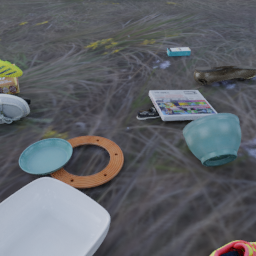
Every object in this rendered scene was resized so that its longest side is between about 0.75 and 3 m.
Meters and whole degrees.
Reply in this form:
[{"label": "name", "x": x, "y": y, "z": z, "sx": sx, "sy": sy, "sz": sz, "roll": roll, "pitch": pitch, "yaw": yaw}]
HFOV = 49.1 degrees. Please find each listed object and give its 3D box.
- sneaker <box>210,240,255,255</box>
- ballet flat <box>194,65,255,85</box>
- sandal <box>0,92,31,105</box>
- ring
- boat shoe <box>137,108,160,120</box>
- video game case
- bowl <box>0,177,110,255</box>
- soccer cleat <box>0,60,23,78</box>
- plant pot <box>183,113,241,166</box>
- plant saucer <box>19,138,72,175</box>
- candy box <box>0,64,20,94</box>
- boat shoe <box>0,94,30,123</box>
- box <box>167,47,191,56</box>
[{"label": "sneaker", "x": 2.086, "y": 2.253, "z": 4.864, "sx": 1.599, "sy": 0.722, "sz": 0.625, "roll": -10, "pitch": 36, "yaw": -16}, {"label": "ballet flat", "x": 3.889, "y": -2.086, "z": 11.036, "sx": 2.906, "sy": 0.674, "sz": 0.979, "roll": -8, "pitch": 21, "yaw": -20}, {"label": "sandal", "x": -4.357, "y": -1.027, "z": 9.186, "sx": 2.430, "sy": 0.548, "sz": 0.913, "roll": 0, "pitch": 10, "yaw": 10}, {"label": "ring", "x": -1.083, "y": 0.850, "z": 7.270, "sx": 1.943, "sy": 0.186, "sz": 1.943, "roll": 0, "pitch": 35, "yaw": 0}, {"label": "boat shoe", "x": 0.725, "y": -0.506, "z": 9.046, "sx": 0.925, "sy": 0.279, "sz": 0.342, "roll": -9, "pitch": 37, "yaw": -13}, {"label": "video game case", "x": 1.803, "y": -0.790, "z": 9.371, "sx": 1.864, "sy": 0.214, "sz": 1.699, "roll": -2, "pitch": 35, "yaw": -13}, {"label": "bowl", "x": -1.563, "y": 2.024, "z": 5.142, "sx": 2.063, "sy": 0.771, "sz": 2.066, "roll": 23, "pitch": 43, "yaw": 28}, {"label": "soccer cleat", "x": -2.526, "y": -1.042, "z": 5.034, "sx": 0.394, "sy": 0.509, "sz": 1.218, "roll": 3, "pitch": -4, "yaw": 45}, {"label": "plant pot", "x": 2.185, "y": 0.393, "z": 7.053, "sx": 1.435, "sy": 1.435, "sz": 0.961, "roll": -4, "pitch": 64, "yaw": -6}, {"label": "plant saucer", "x": -2.043, "y": 0.755, "z": 7.073, "sx": 1.329, "sy": 0.239, "sz": 1.329, "roll": -5, "pitch": 36, "yaw": 3}, {"label": "candy box", "x": -4.990, "y": -1.706, "z": 10.167, "sx": 1.855, "sy": 0.513, "sz": 1.071, "roll": -9, "pitch": 59, "yaw": -18}, {"label": "boat shoe", "x": -4.233, "y": -0.456, "z": 8.516, "sx": 2.470, "sy": 0.910, "sz": 0.792, "roll": 0, "pitch": 43, "yaw": 5}, {"label": "box", "x": 2.426, "y": -3.641, "z": 13.391, "sx": 1.050, "sy": 0.258, "sz": 0.432, "roll": -4, "pitch": 36, "yaw": -5}]
